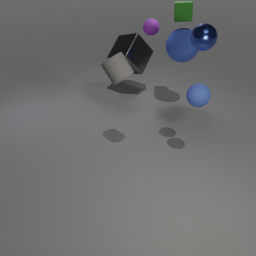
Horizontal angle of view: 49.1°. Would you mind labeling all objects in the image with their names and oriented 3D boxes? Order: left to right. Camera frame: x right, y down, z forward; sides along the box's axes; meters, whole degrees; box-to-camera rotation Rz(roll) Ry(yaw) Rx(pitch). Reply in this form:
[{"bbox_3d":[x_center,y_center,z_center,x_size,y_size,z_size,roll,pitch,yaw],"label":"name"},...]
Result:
[{"bbox_3d":[-0.300,-1.706,8.081,0.700,0.700,0.700,-31,9,6],"label":"cylinder"},{"bbox_3d":[0.119,-3.613,13.788,1.400,1.400,1.400,12,71,46],"label":"cube"},{"bbox_3d":[1.002,-4.365,12.127,0.700,0.700,0.700,0,30,0],"label":"ball"},{"bbox_3d":[2.306,-3.489,11.841,1.400,1.400,1.400,0,30,0],"label":"ball"},{"bbox_3d":[2.214,-4.668,11.222,0.700,0.700,0.700,1,27,8],"label":"cube"},{"bbox_3d":[2.086,-0.967,8.305,0.700,0.700,0.700,0,30,0],"label":"ball"},{"bbox_3d":[1.998,-2.389,7.388,0.700,0.700,0.700,0,30,0],"label":"ball"}]
